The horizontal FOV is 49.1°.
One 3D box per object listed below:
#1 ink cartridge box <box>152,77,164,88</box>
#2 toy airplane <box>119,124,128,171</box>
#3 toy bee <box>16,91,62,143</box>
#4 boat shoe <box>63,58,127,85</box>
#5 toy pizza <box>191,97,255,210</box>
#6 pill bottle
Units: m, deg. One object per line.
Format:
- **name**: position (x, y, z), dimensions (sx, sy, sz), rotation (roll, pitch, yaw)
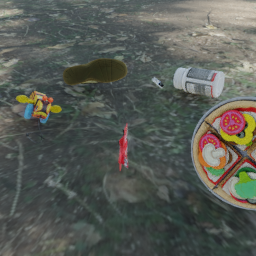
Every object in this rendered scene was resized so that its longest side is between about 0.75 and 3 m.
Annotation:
- **ink cartridge box**: position (1.130, -1.734, 10.630), dimensions (0.436, 0.172, 0.876), rotation (38, 11, -8)
- **toy airplane**: position (-0.113, 0.531, 6.752), dimensions (0.225, 1.226, 1.226), rotation (0, 35, 0)
- **toy bee**: position (-2.617, -0.622, 8.635), dimensions (1.331, 1.106, 2.034), rotation (2, 39, -50)
- **boat shoe**: position (-1.206, -2.138, 10.706), dimensions (2.516, 0.899, 0.827), rotation (-7, 12, 13)
- **toy pizza**: position (2.445, 0.573, 5.886), dimensions (2.446, 2.446, 0.388), rotation (24, 21, 30)
- **pill bottle**: position (2.595, -1.724, 10.329), dimensions (1.645, 0.937, 0.937), rotation (18, 39, 33)
